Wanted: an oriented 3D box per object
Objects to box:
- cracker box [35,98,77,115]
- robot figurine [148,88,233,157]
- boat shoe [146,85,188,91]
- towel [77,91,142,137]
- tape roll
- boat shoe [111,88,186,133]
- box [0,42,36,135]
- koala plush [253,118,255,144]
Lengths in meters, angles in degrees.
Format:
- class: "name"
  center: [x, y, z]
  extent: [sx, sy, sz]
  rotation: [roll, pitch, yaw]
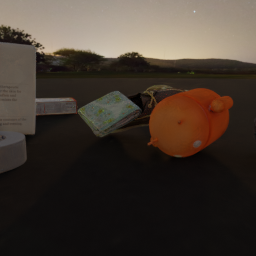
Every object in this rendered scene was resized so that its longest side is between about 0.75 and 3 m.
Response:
- class: "cracker box"
  center: [-2.759, -0.781, 10.001]
  extent: [1.717, 0.495, 1.150]
  rotation: [-3, 12, -18]
- class: "robot figurine"
  center: [1.167, -0.115, 5.350]
  extent: [1.437, 1.165, 1.998]
  rotation: [15, 22, 35]
- class: "boat shoe"
  center: [1.769, -1.471, 12.605]
  extent: [2.274, 0.820, 0.739]
  rotation: [12, 15, 26]
- class: "towel"
  center: [-0.420, -0.352, 6.093]
  extent: [1.131, 0.272, 0.968]
  rotation: [-29, 48, -19]
- class: "tape roll"
  center: [-2.389, 0.390, 4.677]
  extent: [1.300, 0.429, 1.300]
  rotation: [-1, 12, 0]
- class: "boat shoe"
  center: [0.358, -0.496, 6.628]
  extent: [2.253, 0.810, 0.671]
  rotation: [-15, -26, 5]
- class: "box"
  center: [-3.506, -0.958, 6.678]
  extent: [2.338, 2.013, 2.350]
  rotation: [-1, 10, -24]
- class: "koala plush"
  center: [2.641, 0.290, 4.914]
  extent: [0.756, 0.784, 0.853]
  rotation: [0, 33, 5]
